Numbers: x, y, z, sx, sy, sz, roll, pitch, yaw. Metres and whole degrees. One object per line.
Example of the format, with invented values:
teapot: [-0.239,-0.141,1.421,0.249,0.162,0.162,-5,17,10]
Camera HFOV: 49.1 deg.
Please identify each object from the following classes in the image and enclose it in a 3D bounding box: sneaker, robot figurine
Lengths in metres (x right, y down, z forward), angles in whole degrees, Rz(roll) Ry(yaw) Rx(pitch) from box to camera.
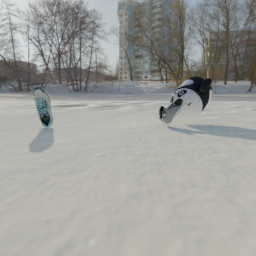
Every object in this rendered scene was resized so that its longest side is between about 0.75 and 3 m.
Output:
sneaker: [-2.573,-0.606,8.616,0.509,1.311,0.566,-15,22,-8]
robot figurine: [2.353,-1.155,10.385,1.251,1.507,2.006,18,40,26]
sneaker: [1.369,-0.640,9.187,0.608,1.053,0.395,37,-8,-32]
